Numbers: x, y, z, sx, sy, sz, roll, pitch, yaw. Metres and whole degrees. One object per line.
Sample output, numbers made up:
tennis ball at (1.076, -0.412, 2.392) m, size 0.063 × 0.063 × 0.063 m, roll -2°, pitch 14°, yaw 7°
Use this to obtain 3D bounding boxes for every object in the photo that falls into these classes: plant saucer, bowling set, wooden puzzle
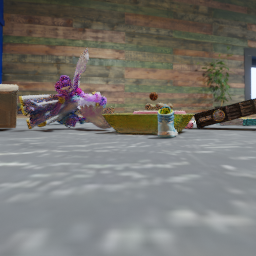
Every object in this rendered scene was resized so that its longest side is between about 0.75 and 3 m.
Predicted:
plant saucer at (0.931, -0.254, 8.383) m, size 2.016 × 0.511 × 2.016 m, roll -1°, pitch 2°, yaw 0°
bowling set at (1.504, -0.866, 12.686) m, size 1.127 × 1.461 × 2.099 m, roll 0°, pitch 6°, yaw -41°
wooden puzzle at (-3.913, -0.518, 6.448) m, size 2.534 × 0.510 × 2.739 m, roll -1°, pitch -16°, yaw -23°
plant saucer at (0.522, -0.112, 6.226) m, size 1.693 × 0.406 × 1.695 m, roll 1°, pitch 3°, yaw 19°

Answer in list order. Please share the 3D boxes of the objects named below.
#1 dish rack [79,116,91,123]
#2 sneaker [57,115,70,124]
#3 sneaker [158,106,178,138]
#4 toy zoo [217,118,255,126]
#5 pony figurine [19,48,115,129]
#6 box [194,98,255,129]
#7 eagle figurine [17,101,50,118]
dish rack at (-2.195, -0.475, 15.262) m, size 1.590 × 0.346 × 1.365 m, roll 2°, pitch 2°, yaw 39°
sneaker at (-2.786, -0.511, 12.233) m, size 0.577 × 0.674 × 1.627 m, roll 1°, pitch 2°, yaw -19°
sneaker at (0.692, -0.107, 4.846) m, size 0.317 × 0.521 × 0.798 m, roll 0°, pitch 2°, yaw 11°
toy zoo at (4.621, -0.236, 10.533) m, size 2.626 × 0.269 × 1.723 m, roll 2°, pitch 3°, yaw 35°
pony figurine at (-1.553, -0.735, 7.594) m, size 2.502 × 2.083 × 2.415 m, roll -17°, pitch -1°, yaw -20°
box at (2.929, -0.440, 7.916) m, size 1.939 × 0.429 × 1.553 m, roll -16°, pitch -4°, yaw 20°
eagle figurine at (-3.319, -0.726, 11.428) m, size 1.309 × 1.302 × 1.725 m, roll 23°, pitch 2°, yaw 32°
